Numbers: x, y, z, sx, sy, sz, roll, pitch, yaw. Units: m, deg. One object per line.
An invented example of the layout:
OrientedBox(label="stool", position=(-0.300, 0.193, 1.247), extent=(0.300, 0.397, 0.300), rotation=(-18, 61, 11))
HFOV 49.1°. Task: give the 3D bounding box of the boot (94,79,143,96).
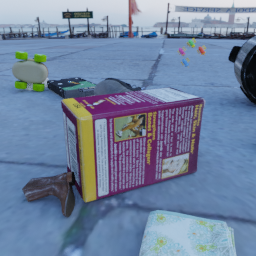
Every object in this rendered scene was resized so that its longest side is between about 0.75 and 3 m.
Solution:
OrientedBox(label="boot", position=(-0.696, -0.939, 9.065), extent=(1.716, 0.910, 2.607), rotation=(-24, 28, -39))

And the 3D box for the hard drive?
OrientedBox(label="hard drive", position=(-2.268, -1.665, 11.515), extent=(1.512, 0.409, 2.164), rotation=(-13, 24, -31))

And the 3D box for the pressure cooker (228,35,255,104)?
OrientedBox(label="pressure cooker", position=(4.996, -2.128, 9.728), extent=(2.404, 2.367, 2.692), rotation=(-26, 14, 20))

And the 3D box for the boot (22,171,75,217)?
OrientedBox(label="boot", position=(-1.312, 1.117, 4.535), extent=(0.884, 0.284, 0.824), rotation=(-11, 43, 7))

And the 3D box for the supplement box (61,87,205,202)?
OrientedBox(label="supplement box", position=(0.087, 0.168, 5.216), extent=(2.349, 1.538, 1.212), rotation=(-9, 23, -24))

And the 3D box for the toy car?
OrientedBox(label="toy car", position=(-4.081, -2.536, 12.093), extent=(1.420, 1.479, 1.800), rotation=(6, 19, -9))

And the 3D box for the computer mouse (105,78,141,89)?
OrientedBox(label="computer mouse", position=(-0.340, -1.655, 11.602), extent=(1.578, 0.416, 1.093), rotation=(28, 33, 31))

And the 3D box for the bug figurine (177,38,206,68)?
OrientedBox(label="bug figurine", position=(2.054, -2.470, 9.213), extent=(0.947, 0.735, 0.244), rotation=(-36, 9, 28))

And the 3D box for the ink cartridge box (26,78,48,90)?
OrientedBox(label="ink cartridge box", position=(-4.004, -2.011, 12.415), extent=(0.702, 0.407, 1.205), rotation=(19, 28, 41))

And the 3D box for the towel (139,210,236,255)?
OrientedBox(label="towel", position=(0.763, 1.496, 3.540), extent=(1.168, 0.281, 0.999), rotation=(5, 21, 12))
